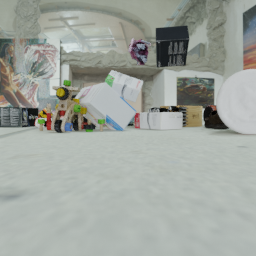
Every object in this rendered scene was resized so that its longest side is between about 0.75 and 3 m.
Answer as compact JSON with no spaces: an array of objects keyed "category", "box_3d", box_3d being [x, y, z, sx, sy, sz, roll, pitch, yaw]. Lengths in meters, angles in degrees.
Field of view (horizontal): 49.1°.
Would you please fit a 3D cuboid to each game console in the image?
[{"category":"game console","box_3d":[-1.419,-0.858,13.950,1.604,2.424,2.756,-34,20,-29]}]

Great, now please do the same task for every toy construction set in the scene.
[{"category":"toy construction set","box_3d":[-1.955,-0.646,8.607,1.971,1.515,1.644,1,2,37]}]

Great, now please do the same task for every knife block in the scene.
[{"category":"knife block","box_3d":[1.924,-0.543,12.737,2.572,0.937,2.930,1,3,-11]}]

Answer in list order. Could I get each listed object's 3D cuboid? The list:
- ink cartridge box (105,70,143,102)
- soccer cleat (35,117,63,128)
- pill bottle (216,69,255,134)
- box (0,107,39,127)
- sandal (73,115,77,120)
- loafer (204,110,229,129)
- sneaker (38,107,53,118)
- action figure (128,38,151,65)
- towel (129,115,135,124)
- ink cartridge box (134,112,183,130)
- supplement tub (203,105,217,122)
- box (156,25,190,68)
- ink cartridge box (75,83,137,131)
[{"category":"ink cartridge box","box_3d":[-0.231,-2.125,14.228,1.782,0.749,1.301,20,34,1]},{"category":"soccer cleat","box_3d":[-2.848,-0.177,10.593,0.601,0.484,1.410,18,11,33]},{"category":"pill bottle","box_3d":[3.571,-0.697,8.184,1.640,1.640,2.963,1,3,24]},{"category":"box","box_3d":[-5.317,-0.494,12.578,2.026,0.873,1.659,0,3,8]},{"category":"sandal","box_3d":[-2.555,-0.964,15.048,0.615,0.915,2.278,-45,-11,-39]},{"category":"loafer","box_3d":[3.465,-0.339,10.820,0.725,0.709,1.987,0,2,-1]},{"category":"sneaker","box_3d":[-4.434,-0.482,14.975,0.874,0.679,1.943,-43,-6,-15]},{"category":"action figure","box_3d":[0.310,-3.425,12.474,1.276,1.148,1.714,14,22,-25]},{"category":"towel","box_3d":[0.491,-0.408,14.520,1.870,0.450,1.600,5,-3,-37]},{"category":"ink cartridge box","box_3d":[1.083,-0.261,10.106,1.077,0.608,1.468,-2,3,-35]},{"category":"supplement tub","box_3d":[4.738,-0.606,13.729,1.912,1.023,1.023,0,2,-18]},{"category":"box","box_3d":[2.049,-3.795,13.255,1.467,0.819,2.078,-5,-22,4]},{"category":"ink cartridge box","box_3d":[-0.904,-0.683,9.547,1.481,0.867,2.049,41,-15,-23]}]
